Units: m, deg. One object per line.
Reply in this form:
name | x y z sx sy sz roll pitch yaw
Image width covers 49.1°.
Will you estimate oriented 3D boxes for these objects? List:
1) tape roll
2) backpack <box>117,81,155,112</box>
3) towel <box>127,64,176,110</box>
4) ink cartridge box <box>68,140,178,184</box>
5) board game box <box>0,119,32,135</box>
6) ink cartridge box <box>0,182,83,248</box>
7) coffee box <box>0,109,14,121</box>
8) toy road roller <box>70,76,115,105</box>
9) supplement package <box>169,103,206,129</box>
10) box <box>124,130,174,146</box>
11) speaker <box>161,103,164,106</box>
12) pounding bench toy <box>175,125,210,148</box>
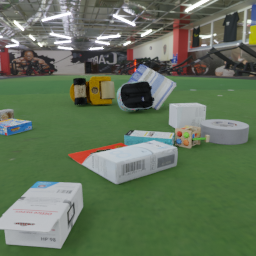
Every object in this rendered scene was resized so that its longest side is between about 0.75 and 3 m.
tape roll | 2.906 0.096 8.519 1.405 0.464 1.405 -1 14 0
backpack | 0.252 -1.409 12.753 1.525 1.354 1.148 -8 -4 -23
towel | 1.065 -2.049 13.878 2.238 1.644 0.266 35 -2 23
ink cartridge box | -0.187 0.555 6.521 1.687 0.498 2.108 -10 18 -37
board game box | -4.005 -0.052 9.513 1.003 0.286 1.024 8 15 27
ink cartridge box | -1.165 1.213 3.868 0.759 0.437 1.310 2 13 7
coffee box | -4.779 -0.403 10.563 0.346 0.496 0.867 10 18 32
toy road roller | -1.978 -1.968 15.276 2.352 1.445 1.717 -4 2 -13
supplement package | 2.109 -0.445 10.032 1.062 0.806 0.800 -3 14 -12
box | 0.597 0.320 7.792 1.316 0.324 0.542 4 16 16
speaker | 0.976 -1.443 14.334 1.664 0.736 0.736 2 13 3
pounding bench toy | 1.770 0.262 7.733 0.799 0.496 0.623 11 17 40
